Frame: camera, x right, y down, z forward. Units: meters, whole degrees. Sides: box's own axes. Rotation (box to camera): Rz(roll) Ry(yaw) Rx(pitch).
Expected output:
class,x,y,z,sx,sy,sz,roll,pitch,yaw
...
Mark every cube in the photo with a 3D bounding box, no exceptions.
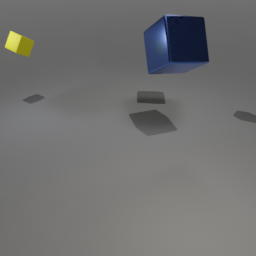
class,x,y,z,sx,sy,sz,roll,pitch,yaw
cube,1.459,-2.518,8.681,1.400,1.400,1.400,-7,0,-23
cube,-4.388,-3.395,11.366,0.700,0.700,0.700,28,11,23
